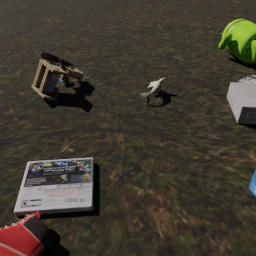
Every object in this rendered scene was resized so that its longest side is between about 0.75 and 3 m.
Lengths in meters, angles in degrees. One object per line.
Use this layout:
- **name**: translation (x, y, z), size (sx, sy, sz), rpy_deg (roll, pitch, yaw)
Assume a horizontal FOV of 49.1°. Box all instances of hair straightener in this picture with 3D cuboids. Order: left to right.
- **hair straightener**: translation (-2.894, -2.802, 11.946), size (1.550, 0.317, 0.596), rpy_deg (19, 12, -41)

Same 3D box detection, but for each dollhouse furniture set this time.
- **dollhouse furniture set**: translation (-2.833, -1.926, 11.872), size (1.797, 1.266, 1.259), rpy_deg (5, 26, -47)

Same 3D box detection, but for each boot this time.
- **boot**: translation (-2.996, 2.428, 6.406), size (2.375, 0.860, 1.714), rpy_deg (21, 42, 13)

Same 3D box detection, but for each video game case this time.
- **video game case**: translation (-1.982, 1.595, 7.917), size (2.000, 0.234, 1.819), rpy_deg (-3, 39, -3)

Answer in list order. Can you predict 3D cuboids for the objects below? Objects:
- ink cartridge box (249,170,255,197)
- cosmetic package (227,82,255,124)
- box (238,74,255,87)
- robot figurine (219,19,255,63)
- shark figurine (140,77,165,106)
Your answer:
- **ink cartridge box**: translation (4.446, 1.847, 7.026), size (1.569, 0.914, 2.171), rpy_deg (-12, 40, -15)
- **cosmetic package**: translation (4.521, -0.997, 10.754), size (0.981, 0.828, 1.836), rpy_deg (3, 36, 4)
- **box**: translation (5.604, -1.842, 12.180), size (1.013, 0.309, 1.278), rpy_deg (-22, 43, -26)
- **robot figurine**: translation (6.035, -4.473, 14.356), size (2.621, 1.729, 2.988), rpy_deg (-16, 41, -7)
- **shark figurine**: translation (1.191, -1.519, 11.622), size (0.960, 0.670, 1.607), rpy_deg (-22, 21, 28)
